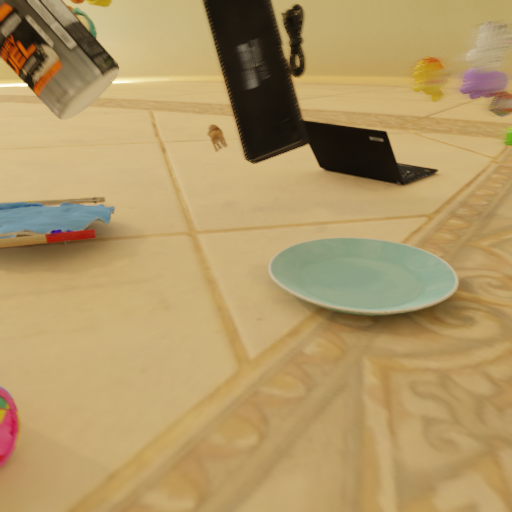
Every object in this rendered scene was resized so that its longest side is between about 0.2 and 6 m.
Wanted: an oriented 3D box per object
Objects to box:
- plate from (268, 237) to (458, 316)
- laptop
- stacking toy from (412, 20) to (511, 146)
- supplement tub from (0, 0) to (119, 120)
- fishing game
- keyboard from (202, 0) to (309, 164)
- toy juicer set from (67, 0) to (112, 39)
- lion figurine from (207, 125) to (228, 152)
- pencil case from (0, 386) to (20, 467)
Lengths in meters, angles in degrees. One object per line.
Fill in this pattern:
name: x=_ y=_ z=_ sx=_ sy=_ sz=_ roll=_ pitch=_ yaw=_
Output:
plate: x=1.459 y=0.307 z=7.854 sx=2.584 sy=0.330 sz=2.584 roll=0 pitch=23 yaw=0
laptop: x=2.811 y=-2.664 z=13.795 sx=2.448 sy=1.427 sz=2.762 roll=20 pitch=29 yaw=39
stacking toy: x=3.146 y=-1.957 z=6.893 sx=2.159 sy=0.507 sz=1.628 roll=27 pitch=1 yaw=-8
supplement tub: x=-2.906 y=-2.919 z=7.646 sx=1.155 sy=1.885 sz=1.155 roll=-40 pitch=13 yaw=11
fishing game: x=-3.866 y=-0.494 z=9.561 sx=2.888 sy=0.627 sz=4.033 roll=-6 pitch=15 yaw=-16
keyboard: x=0.203 y=-3.831 z=10.939 sx=2.188 sy=3.643 sz=0.467 roll=-13 pitch=5 yaw=44
toy juicer set: x=-3.588 y=-4.379 z=10.925 sx=1.287 sy=2.023 sz=0.550 roll=32 pitch=21 yaw=30
lion figurine: x=-0.713 y=-2.133 z=10.050 sx=0.274 sy=0.463 sz=0.756 roll=-26 pitch=14 yaw=1
pencil case: x=-3.034 y=1.238 z=4.758 sx=2.193 sy=0.969 sz=0.969 roll=11 pitch=24 yaw=30
